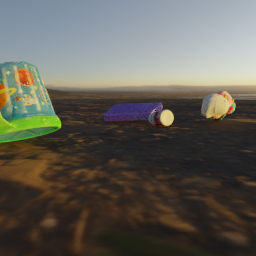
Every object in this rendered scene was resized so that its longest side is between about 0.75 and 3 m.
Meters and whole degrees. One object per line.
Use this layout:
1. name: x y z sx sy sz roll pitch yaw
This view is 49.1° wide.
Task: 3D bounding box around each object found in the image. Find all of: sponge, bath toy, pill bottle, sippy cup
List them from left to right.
1. sippy cup: -2.291 -0.548 5.831 1.544 1.441 1.966 -10 -6 -29
2. sponge: 0.184 -0.615 10.434 1.966 0.293 1.097 -1 25 26
3. pill bottle: 1.039 -0.320 9.109 0.502 0.502 0.889 -3 2 -24
4. bath toy: 3.326 -0.803 10.064 0.984 1.158 2.663 12 6 22
